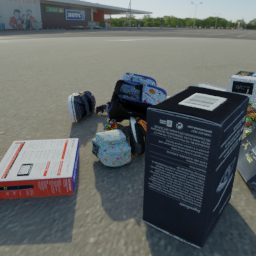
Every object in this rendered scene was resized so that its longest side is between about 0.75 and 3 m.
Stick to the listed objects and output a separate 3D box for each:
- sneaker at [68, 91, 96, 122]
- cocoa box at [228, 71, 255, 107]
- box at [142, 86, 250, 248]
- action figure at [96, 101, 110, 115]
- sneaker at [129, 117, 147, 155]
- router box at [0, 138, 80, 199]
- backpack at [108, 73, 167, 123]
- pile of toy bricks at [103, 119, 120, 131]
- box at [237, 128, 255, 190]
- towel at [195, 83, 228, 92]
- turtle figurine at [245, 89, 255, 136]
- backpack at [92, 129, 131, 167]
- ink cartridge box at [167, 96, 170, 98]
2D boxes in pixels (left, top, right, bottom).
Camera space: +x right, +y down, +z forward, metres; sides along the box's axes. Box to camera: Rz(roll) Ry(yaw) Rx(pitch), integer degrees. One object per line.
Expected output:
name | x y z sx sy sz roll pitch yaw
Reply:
sneaker | -2.106 -1.131 13.092 1.148 1.134 2.892 -7 22 -1
cocoa box | 6.284 -1.551 13.190 2.707 1.805 1.776 15 28 31
box | 1.541 0.751 6.460 1.535 2.942 2.177 16 27 31
action figure | -0.867 -1.041 13.743 0.983 0.524 1.510 11 21 40
sneaker | 0.664 0.172 10.216 1.217 0.946 2.705 -2 18 -1
router box | -2.665 1.132 8.526 2.192 0.597 2.443 -2 24 -4
backpack | 0.453 -1.097 11.750 2.305 1.864 2.420 17 -18 -4
pile of toy bricks | -0.545 0.086 11.095 0.675 0.758 1.367 25 2 -13
box | 3.912 0.809 8.370 0.466 1.441 1.827 38 20 -13
towel | 4.421 -2.033 16.249 1.930 0.313 2.627 23 34 38
turtle figurine | 4.891 -0.575 10.768 1.179 1.589 1.639 11 -27 -25
backpack | -0.498 0.660 9.209 1.138 0.992 1.294 -8 34 -27
ink cartridge box | 1.046 -1.119 13.528 1.997 0.762 1.363 11 25 18
